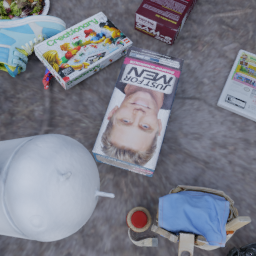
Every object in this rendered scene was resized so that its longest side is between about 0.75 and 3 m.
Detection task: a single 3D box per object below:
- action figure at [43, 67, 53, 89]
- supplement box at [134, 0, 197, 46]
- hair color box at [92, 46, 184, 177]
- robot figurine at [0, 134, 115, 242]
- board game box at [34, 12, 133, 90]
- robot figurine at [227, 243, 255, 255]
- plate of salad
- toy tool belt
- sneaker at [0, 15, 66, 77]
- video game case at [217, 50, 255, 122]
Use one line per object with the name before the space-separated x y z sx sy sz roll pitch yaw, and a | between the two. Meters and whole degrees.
action figure | -2.150 -1.445 7.549 0.235 0.298 0.910 6 68 -4
supplement box | 1.260 -3.688 8.139 1.279 0.715 2.350 27 71 9
hair color box | 0.308 -0.448 6.872 1.465 0.886 2.929 15 71 5
robot figurine | -1.215 0.706 3.434 2.103 1.783 1.188 -7 71 33
board game box | -1.172 -2.150 7.604 2.243 0.388 1.416 -36 74 -20
robot figurine | 2.286 3.541 5.496 2.552 0.743 1.851 -40 75 -12
plate of salad | -3.349 -3.667 8.265 2.000 0.480 2.000 0 69 0
toy tool belt | 1.119 1.857 5.740 2.317 1.424 1.447 2 70 1
sneaker | -2.713 -2.149 7.573 2.267 0.902 1.480 -12 82 -11
video game case | 3.631 -0.981 7.422 2.026 0.223 1.844 25 72 9
